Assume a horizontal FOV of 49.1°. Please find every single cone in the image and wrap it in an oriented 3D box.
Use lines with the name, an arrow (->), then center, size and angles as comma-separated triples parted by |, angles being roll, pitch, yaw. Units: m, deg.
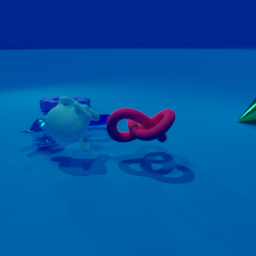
cone -> 3.846, -0.402, 8.760 | 0.936, 0.932, 0.932 | -28, 10, 18

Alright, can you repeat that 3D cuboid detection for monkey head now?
monkey head -> -2.102, 0.078, 6.845 | 0.829, 0.694, 1.152 | 1, 23, 43
monkey head -> -1.160, -0.107, 6.009 | 1.536, 0.926, 1.105 | 31, 6, 30

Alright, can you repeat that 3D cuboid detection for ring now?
ring -> -0.966, -0.203, 7.804 | 1.232, 0.246, 1.232 | -5, -1, 0

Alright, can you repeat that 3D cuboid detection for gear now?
gear -> -2.339, -0.914, 10.476 | 1.815, 0.336, 1.815 | 1, 13, 0

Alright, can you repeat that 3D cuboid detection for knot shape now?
knot shape -> 0.368, -0.030, 5.962 | 1.444, 0.667, 1.352 | -2, -5, 23
